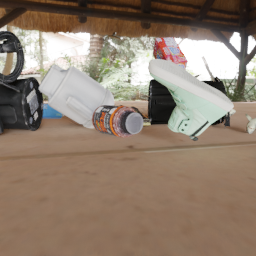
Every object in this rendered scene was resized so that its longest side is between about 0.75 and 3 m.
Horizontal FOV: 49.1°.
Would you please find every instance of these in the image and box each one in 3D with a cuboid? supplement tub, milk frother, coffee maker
[{"bbox_3d":[-0.281,-0.198,7.711,0.854,0.854,1.598,-5,8,-35],"label":"supplement tub"},{"bbox_3d":[-4.237,-1.250,8.225,2.705,2.876,2.596,0,11,2],"label":"milk frother"},{"bbox_3d":[2.123,-1.019,10.480,2.758,1.857,2.649,0,8,5],"label":"coffee maker"}]

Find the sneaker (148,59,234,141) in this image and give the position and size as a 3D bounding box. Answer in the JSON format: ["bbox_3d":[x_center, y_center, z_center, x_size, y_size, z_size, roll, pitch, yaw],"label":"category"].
[{"bbox_3d":[1.006,-0.460,5.578,2.063,1.217,0.759,25,31,-26],"label":"sneaker"}]

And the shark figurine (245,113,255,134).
[{"bbox_3d":[4.121,-0.087,8.686,1.304,0.544,0.779,-8,42,-8],"label":"shark figurine"}]

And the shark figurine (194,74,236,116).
[{"bbox_3d":[3.830,-1.303,14.685,1.845,3.088,1.288,-35,-18,-25],"label":"shark figurine"}]

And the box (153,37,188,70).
[{"bbox_3d":[1.604,-2.743,10.870,0.819,0.784,1.643,-8,50,-12],"label":"box"}]

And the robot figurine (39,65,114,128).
[{"bbox_3d":[-1.579,-0.997,9.414,2.698,1.524,2.288,32,19,-20],"label":"robot figurine"}]

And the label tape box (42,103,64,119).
[{"bbox_3d":[-4.116,-0.910,14.341,1.589,0.697,2.204,-1,7,-9],"label":"label tape box"}]

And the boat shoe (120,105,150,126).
[{"bbox_3d":[0.120,-0.485,10.579,0.757,0.670,2.067,0,10,-35],"label":"boat shoe"}]
